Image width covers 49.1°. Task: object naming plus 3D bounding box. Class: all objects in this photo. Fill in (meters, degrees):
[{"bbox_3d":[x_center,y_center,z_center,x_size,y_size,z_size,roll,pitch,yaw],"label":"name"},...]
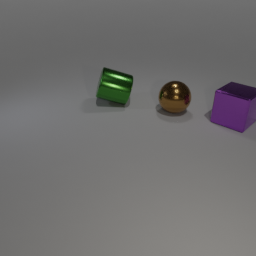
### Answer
[{"bbox_3d":[4.338,-0.877,11.191,1.400,1.400,1.400,25,37,36],"label":"cube"},{"bbox_3d":[-0.623,-1.890,12.686,1.400,1.400,1.400,14,27,-12],"label":"cylinder"},{"bbox_3d":[2.000,-1.317,11.979,1.400,1.400,1.400,0,29,0],"label":"ball"}]
